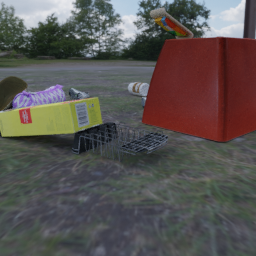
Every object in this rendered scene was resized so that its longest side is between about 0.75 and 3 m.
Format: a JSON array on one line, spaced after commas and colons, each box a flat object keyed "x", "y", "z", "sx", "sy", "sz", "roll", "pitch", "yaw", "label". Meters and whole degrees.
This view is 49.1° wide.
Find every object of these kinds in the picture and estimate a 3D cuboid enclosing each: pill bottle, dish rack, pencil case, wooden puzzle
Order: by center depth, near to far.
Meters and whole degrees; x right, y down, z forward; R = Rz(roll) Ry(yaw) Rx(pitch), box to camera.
[{"x": -0.137, "y": 0.314, "z": 6.328, "sx": 1.944, "sy": 0.530, "sz": 1.491, "roll": 12, "pitch": 21, "yaw": 33, "label": "dish rack"}, {"x": 1.289, "y": -3.133, "z": 8.576, "sx": 1.261, "sy": 0.235, "sz": 1.167, "roll": 33, "pitch": 5, "yaw": -23, "label": "wooden puzzle"}, {"x": -3.174, "y": -0.996, "z": 10.210, "sx": 0.973, "sy": 0.991, "sz": 2.318, "roll": 15, "pitch": 17, "yaw": 11, "label": "pencil case"}, {"x": 0.563, "y": -2.070, "z": 14.831, "sx": 0.689, "sy": 0.689, "sz": 1.206, "roll": -10, "pitch": 18, "yaw": -34, "label": "pill bottle"}]

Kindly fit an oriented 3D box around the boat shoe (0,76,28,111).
[{"x": -4.465, "y": -0.733, "z": 9.360, "sx": 1.059, "sy": 0.974, "sz": 2.963, "roll": 29, "pitch": 38, "yaw": 1, "label": "boat shoe"}]

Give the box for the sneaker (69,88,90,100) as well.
[{"x": -2.356, "y": -1.652, "z": 13.895, "sx": 0.726, "sy": 0.472, "sz": 1.257, "roll": -7, "pitch": 26, "yaw": -43, "label": "sneaker"}]

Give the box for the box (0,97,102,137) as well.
[{"x": -2.079, "y": -0.246, "z": 7.055, "sx": 2.830, "sy": 0.709, "sz": 1.065, "roll": -2, "pitch": 11, "yaw": 35, "label": "box"}]

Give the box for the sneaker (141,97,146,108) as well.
[{"x": 0.835, "y": -1.090, "z": 11.768, "sx": 0.492, "sy": 0.421, "sz": 1.130, "roll": 4, "pitch": 15, "yaw": -2, "label": "sneaker"}]

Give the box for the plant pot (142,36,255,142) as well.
[{"x": 2.444, "y": -1.388, "z": 8.585, "sx": 2.951, "sy": 2.603, "sz": 2.953, "roll": -13, "pitch": 20, "yaw": -41, "label": "plant pot"}]
